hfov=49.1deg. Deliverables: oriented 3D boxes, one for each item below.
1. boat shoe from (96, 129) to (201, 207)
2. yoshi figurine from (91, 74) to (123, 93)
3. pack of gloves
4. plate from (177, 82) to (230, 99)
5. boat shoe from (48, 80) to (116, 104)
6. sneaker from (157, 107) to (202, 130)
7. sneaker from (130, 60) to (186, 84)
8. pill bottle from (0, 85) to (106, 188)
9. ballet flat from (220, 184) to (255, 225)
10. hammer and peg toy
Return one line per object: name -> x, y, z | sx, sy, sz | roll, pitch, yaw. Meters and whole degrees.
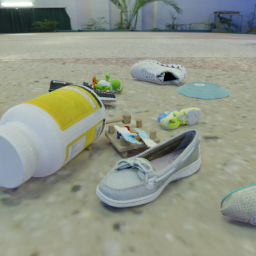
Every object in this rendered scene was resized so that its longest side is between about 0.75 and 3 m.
boat shoe -> 0.535, 0.756, 5.813 | 2.746, 0.881, 1.012 | -16, 28, -34
yoshi figurine -> -0.888, -1.916, 12.099 | 1.392, 0.782, 0.779 | 10, 10, -2
pack of gloves -> 0.235, 0.145, 6.916 | 0.856, 0.201, 1.019 | 6, 22, -30
plate -> 3.330, -1.748, 12.455 | 2.293, 0.293, 2.293 | -1, 24, 0
boat shoe -> -1.677, -1.362, 10.426 | 2.528, 0.763, 0.956 | 4, -8, -10
sneaker -> 1.599, -0.403, 8.949 | 1.495, 0.566, 0.785 | -13, 26, -26
sneaker -> 1.398, -2.699, 13.880 | 2.842, 1.068, 1.152 | 7, 33, 19
pill bottle -> -1.817, 0.088, 6.405 | 1.638, 1.638, 2.923 | 9, 24, 21
ballet flat -> 2.742, 1.308, 4.735 | 2.323, 0.784, 0.724 | -6, 33, -12
hammer and peg toy -> -0.029, 0.162, 7.620 | 1.213, 0.581, 1.649 | -12, 26, -22
